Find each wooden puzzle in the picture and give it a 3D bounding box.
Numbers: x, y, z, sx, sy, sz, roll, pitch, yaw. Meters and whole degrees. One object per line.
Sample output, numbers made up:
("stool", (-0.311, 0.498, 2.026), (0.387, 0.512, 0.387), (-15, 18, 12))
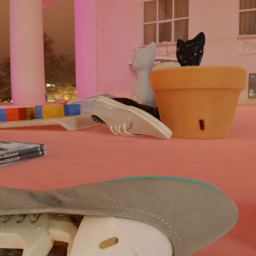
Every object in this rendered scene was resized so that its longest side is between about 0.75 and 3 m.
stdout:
("wooden puzzle", (-2.459, -0.386, 8.317), (2.888, 0.669, 2.675), (2, 5, 15))

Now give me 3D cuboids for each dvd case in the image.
("dvd case", (-2.037, 0.342, 3.365), (1.233, 0.186, 1.689), (3, 6, 28))

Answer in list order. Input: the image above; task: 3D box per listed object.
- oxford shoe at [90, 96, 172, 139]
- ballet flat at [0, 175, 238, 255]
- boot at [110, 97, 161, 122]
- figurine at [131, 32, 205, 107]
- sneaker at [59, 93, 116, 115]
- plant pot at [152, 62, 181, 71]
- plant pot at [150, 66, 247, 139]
("oxford shoe", (-0.014, -0.108, 6.002), (2.240, 0.647, 0.842), (22, -15, 42))
("ballet flat", (-0.281, 0.482, 1.143), (1.455, 0.490, 0.464), (0, 33, 7))
("boot", (0.105, -0.343, 7.593), (2.158, 0.806, 1.046), (10, -1, -19))
("figurine", (1.093, -1.354, 8.355), (2.649, 2.584, 1.140), (4, 7, 39))
("sneaker", (-1.619, -0.842, 11.028), (2.735, 1.061, 1.532), (-5, 8, -40))
("plant pot", (1.480, -1.216, 10.538), (2.339, 2.339, 2.141), (1, 17, 12))
("plant pot", (1.462, -0.534, 6.069), (1.997, 1.398, 1.997), (1, 5, 0))
